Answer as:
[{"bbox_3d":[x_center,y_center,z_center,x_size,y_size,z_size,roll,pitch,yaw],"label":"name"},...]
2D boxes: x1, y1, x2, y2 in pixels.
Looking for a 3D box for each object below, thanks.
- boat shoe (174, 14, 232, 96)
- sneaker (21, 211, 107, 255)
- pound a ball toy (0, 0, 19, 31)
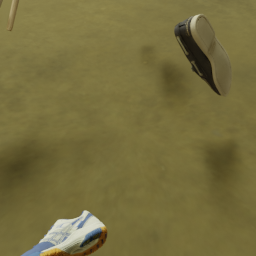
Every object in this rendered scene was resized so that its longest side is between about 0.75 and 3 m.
[{"bbox_3d":[1.749,-1.567,6.373,0.679,2.165,0.786,6,56,46],"label":"boat shoe"},{"bbox_3d":[-0.964,1.602,3.862,1.340,0.504,0.591,-13,33,-37],"label":"sneaker"},{"bbox_3d":[-3.068,-2.444,5.662,1.451,2.225,0.945,22,3,10],"label":"pound a ball toy"}]
